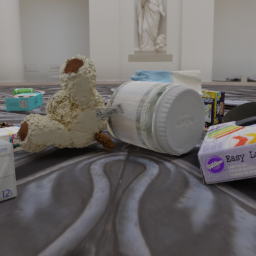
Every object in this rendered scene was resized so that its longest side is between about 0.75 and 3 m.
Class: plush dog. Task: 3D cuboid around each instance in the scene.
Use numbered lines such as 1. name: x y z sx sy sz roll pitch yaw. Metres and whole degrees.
1. plush dog: -1.406 -0.413 7.385 2.106 2.625 2.255 34 4 -27

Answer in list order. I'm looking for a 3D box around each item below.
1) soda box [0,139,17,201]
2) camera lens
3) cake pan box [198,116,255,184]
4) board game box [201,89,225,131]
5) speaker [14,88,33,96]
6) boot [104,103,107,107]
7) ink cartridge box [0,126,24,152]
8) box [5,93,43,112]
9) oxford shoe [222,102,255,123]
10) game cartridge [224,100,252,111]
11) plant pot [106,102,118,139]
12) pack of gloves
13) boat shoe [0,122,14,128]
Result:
1. soda box: -3.120 0.530 5.009 2.897 0.919 0.989 11 16 42
2. camera lens: 0.637 -0.315 7.124 1.697 1.697 2.122 -10 16 -41
3. cake pan box: 2.762 0.223 5.613 2.374 0.674 2.578 -12 7 24
4. board game box: 2.561 -0.638 9.592 0.456 1.329 1.608 -7 14 -26
5. speaker: -7.893 -2.692 21.172 1.325 0.586 0.586 -7 14 -30
6. boot: -0.512 -0.658 10.907 2.226 0.815 1.676 8 15 18
7. ink cartridge box: -3.131 0.308 7.108 1.469 0.494 0.853 -11 16 -41
8. box: -5.409 -1.405 14.800 1.138 0.679 2.765 -1 12 -3
9. oxford shoe: 4.357 -0.331 9.226 2.950 1.052 1.051 -12 -10 -12
10. game cartridge: 5.699 -1.062 13.802 2.405 0.492 1.601 9 18 35
11. plant pot: -0.100 -0.357 8.826 1.218 1.220 1.080 -6 6 -27
12. pack of gloves: 1.241 -0.837 8.500 2.449 2.058 0.483 -2 -9 -11
13. boat shoe: -4.077 -0.057 9.304 0.308 0.307 0.854 3 12 13
